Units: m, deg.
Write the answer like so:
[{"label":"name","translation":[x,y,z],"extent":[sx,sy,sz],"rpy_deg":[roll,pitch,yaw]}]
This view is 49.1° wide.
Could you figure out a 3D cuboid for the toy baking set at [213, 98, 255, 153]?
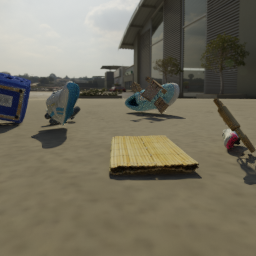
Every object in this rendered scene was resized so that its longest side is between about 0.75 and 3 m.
[{"label":"toy baking set","translation":[1.575,-0.074,4.348],"extent":[0.141,1.208,0.927],"rpy_deg":[-33,-29,13]}]

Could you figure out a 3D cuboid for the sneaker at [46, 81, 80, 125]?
[{"label":"sneaker","translation":[-1.723,-0.662,7.158],"extent":[0.688,0.651,1.702],"rpy_deg":[34,-34,-4]}]

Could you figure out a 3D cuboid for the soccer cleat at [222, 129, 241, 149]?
[{"label":"soccer cleat","translation":[1.772,0.168,4.932],"extent":[0.347,0.281,0.804],"rpy_deg":[37,20,28]}]

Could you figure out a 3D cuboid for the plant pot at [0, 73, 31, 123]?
[{"label":"plant pot","translation":[-3.729,-0.902,8.523],"extent":[1.365,1.365,1.227],"rpy_deg":[11,11,-23]}]

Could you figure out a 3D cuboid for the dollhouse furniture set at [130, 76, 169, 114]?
[{"label":"dollhouse furniture set","translation":[1.003,-1.431,11.472],"extent":[1.641,0.851,0.727],"rpy_deg":[31,18,-33]}]

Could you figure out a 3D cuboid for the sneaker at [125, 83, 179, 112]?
[{"label":"sneaker","translation":[0.999,-1.328,12.902],"extent":[1.195,1.078,2.916],"rpy_deg":[-1,-14,-42]}]

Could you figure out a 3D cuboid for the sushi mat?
[{"label":"sushi mat","translation":[0.261,0.343,4.362],"extent":[1.076,0.136,2.248],"rpy_deg":[0,7,-3]}]

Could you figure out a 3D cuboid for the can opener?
[{"label":"can opener","translation":[-2.043,-0.498,9.046],"extent":[0.546,0.435,1.632],"rpy_deg":[-42,-3,16]}]
